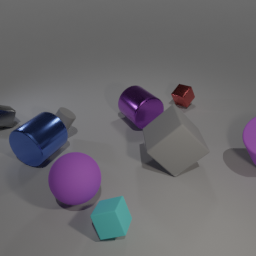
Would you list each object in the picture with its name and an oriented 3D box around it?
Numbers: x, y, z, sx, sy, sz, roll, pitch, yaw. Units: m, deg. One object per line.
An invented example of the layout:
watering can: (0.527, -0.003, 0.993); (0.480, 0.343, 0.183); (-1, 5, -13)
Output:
cube: (-5.066, -0.495, 11.344); (0.700, 0.700, 0.700); (5, 17, -45)
cylinder: (-3.023, 0.359, 9.556); (1.400, 1.400, 1.400); (15, 35, 22)
cube: (-0.400, 2.217, 6.950); (0.700, 0.700, 0.700); (-17, 12, 18)
cylinder: (0.515, -0.858, 11.489); (1.400, 1.400, 1.400); (-17, 36, -25)
ball: (-1.422, 1.352, 7.544); (1.400, 1.400, 1.400); (0, 32, 0)
cylinder: (4.348, 0.476, 8.501); (1.400, 1.400, 1.400); (-17, 54, 26)
cylinder: (-2.404, -0.296, 10.385); (0.700, 0.700, 0.700); (33, 16, -11)
cube: (2.523, -1.484, 12.820); (0.700, 0.700, 0.700); (23, 66, 42)
cube: (1.484, 0.386, 8.986); (1.400, 1.400, 1.400); (-40, 25, 19)
